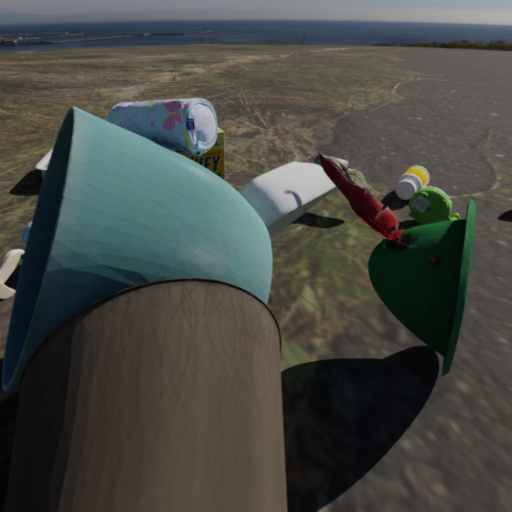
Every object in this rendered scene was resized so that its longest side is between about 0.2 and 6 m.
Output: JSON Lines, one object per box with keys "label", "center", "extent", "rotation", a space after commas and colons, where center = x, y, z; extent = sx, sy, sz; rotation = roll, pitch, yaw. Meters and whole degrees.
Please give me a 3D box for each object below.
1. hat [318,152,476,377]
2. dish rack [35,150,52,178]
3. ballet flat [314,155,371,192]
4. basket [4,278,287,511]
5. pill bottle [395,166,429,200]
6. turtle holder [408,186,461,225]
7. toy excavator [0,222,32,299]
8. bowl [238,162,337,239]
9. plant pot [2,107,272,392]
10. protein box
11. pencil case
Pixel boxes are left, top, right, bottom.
{"label": "hat", "center": [1.637, 0.152, 7.830], "extent": [2.419, 2.276, 2.748], "rotation": [10, 29, 18]}
{"label": "dish rack", "center": [-4.389, -2.502, 15.363], "extent": [2.738, 0.596, 2.350], "rotation": [-1, 27, -3]}
{"label": "ballet flat", "center": [2.047, -1.880, 12.958], "extent": [0.598, 0.539, 1.590], "rotation": [-31, 59, -20]}
{"label": "basket", "center": [-0.868, 2.081, 4.372], "extent": [2.865, 2.161, 3.177], "rotation": [-32, 31, 12]}
{"label": "pill bottle", "center": [3.839, -1.782, 13.847], "extent": [0.642, 0.642, 1.138], "rotation": [14, 30, 26]}
{"label": "turtle holder", "center": [3.926, -1.093, 12.226], "extent": [1.104, 0.838, 0.784], "rotation": [10, 28, 22]}
{"label": "toy excavator", "center": [-3.920, -0.075, 9.970], "extent": [0.864, 1.682, 1.730], "rotation": [16, 2, 28]}
{"label": "bowl", "center": [0.128, -0.786, 9.741], "extent": [2.234, 0.835, 2.237], "rotation": [-38, -3, 42]}
{"label": "plant pot", "center": [-1.432, 0.180, 7.145], "extent": [2.684, 3.344, 3.344], "rotation": [15, 19, -26]}
{"label": "protein box", "center": [-1.549, -2.296, 13.603], "extent": [1.188, 1.761, 1.748], "rotation": [-9, 28, -18]}
{"label": "pencil case", "center": [-1.254, -1.689, 7.373], "extent": [1.554, 0.705, 0.646], "rotation": [8, 18, 32]}
